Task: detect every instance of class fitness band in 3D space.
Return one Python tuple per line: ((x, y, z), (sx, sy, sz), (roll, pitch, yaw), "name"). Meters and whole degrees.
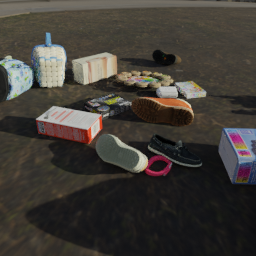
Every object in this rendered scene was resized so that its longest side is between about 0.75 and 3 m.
((0.869, 1.085, 7.999), (0.659, 0.172, 0.917), (14, 32, 28), "fitness band")

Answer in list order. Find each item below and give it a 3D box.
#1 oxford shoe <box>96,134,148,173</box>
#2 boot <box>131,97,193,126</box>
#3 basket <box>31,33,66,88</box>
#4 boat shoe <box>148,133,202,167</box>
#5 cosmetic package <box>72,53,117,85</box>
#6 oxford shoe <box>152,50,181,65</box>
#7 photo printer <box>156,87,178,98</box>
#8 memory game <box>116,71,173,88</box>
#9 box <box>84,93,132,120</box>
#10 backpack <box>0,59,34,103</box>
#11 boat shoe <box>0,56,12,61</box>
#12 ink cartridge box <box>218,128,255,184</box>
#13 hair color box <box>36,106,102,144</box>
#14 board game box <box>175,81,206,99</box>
((-0.224, 0.758, 8.178), (2.107, 0.792, 0.608), (22, -4, 45), "oxford shoe")
((1.297, -0.751, 10.524), (2.296, 0.862, 1.231), (14, 29, 7), "boot")
((-3.766, -3.181, 13.364), (1.614, 2.046, 2.321), (-1, 40, -14), "basket")
((1.405, 0.604, 8.329), (1.738, 0.576, 0.649), (24, 26, 35), "boat shoe")
((-1.623, -2.985, 13.965), (2.084, 1.077, 0.909), (-26, 39, -34), "cosmetic package")
((2.227, -4.026, 16.230), (0.854, 0.735, 2.024), (-3, 27, -42), "oxford shoe")
((1.697, -1.589, 12.340), (0.881, 0.306, 0.733), (1, 28, 2), "photo printer")
((0.778, -2.399, 13.502), (2.814, 0.179, 2.814), (2, 24, -1), "memory game")
((-0.795, -0.883, 11.130), (1.497, 0.331, 1.199), (-23, 38, -34), "box")
((-5.086, -2.177, 12.232), (1.628, 1.727, 2.117), (7, 24, -5), "backpack")
((-6.349, -2.800, 13.656), (0.882, 1.044, 2.929), (1, 33, -7), "boat shoe")
((3.939, 0.765, 7.850), (2.344, 0.895, 1.600), (3, 31, 0), "ink cartridge box")
((-1.990, -0.133, 9.602), (1.939, 0.620, 1.075), (12, 33, 16), "hair color box")
((2.798, -1.742, 12.675), (0.901, 0.229, 1.339), (-8, 32, -13), "board game box")
